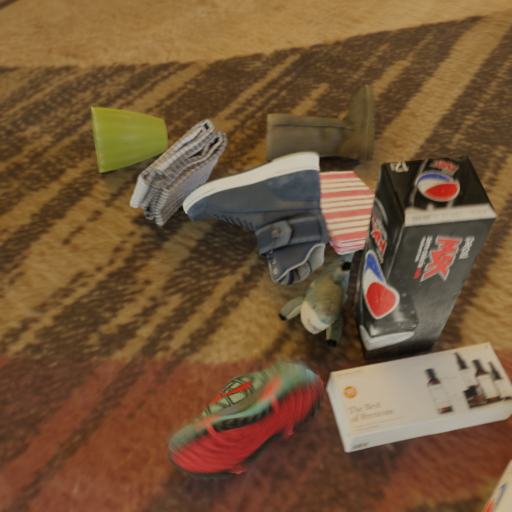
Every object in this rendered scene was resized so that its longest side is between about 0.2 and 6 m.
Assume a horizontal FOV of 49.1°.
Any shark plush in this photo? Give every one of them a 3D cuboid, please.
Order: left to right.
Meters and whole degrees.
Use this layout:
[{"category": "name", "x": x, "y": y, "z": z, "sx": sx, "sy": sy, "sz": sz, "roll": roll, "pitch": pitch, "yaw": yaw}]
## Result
[{"category": "shark plush", "x": 1.519, "y": 0.547, "z": 10.110, "sx": 1.154, "sy": 1.058, "sz": 2.539, "roll": 37, "pitch": 50, "yaw": 12}]

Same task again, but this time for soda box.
[{"category": "soda box", "x": 2.362, "y": 0.226, "z": 8.644, "sx": 1.303, "sy": 3.681, "sz": 1.166, "roll": -6, "pitch": 52, "yaw": -3}, {"category": "soda box", "x": 3.938, "y": 3.372, "z": 7.784, "sx": 0.973, "sy": 1.041, "sz": 3.058, "roll": 32, "pitch": 57, "yaw": 24}]

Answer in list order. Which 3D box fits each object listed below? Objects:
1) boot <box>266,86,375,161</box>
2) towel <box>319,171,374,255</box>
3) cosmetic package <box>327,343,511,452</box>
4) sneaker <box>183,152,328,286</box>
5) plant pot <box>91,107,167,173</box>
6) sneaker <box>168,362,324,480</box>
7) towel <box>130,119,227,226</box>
[{"category": "boot", "x": 1.509, "y": -3.113, "z": 13.157, "sx": 2.490, "sy": 0.904, "sz": 2.264, "roll": 2, "pitch": 58, "yaw": 12}, {"category": "towel", "x": 1.803, "y": -0.949, "z": 11.520, "sx": 1.794, "sy": 0.367, "sz": 2.451, "roll": -7, "pitch": 43, "yaw": -26}, {"category": "cosmetic package", "x": 2.620, "y": 2.226, "z": 8.965, "sx": 2.727, "sy": 0.691, "sz": 1.126, "roll": -9, "pitch": 50, "yaw": -8}, {"category": "sneaker", "x": -0.050, "y": -0.461, "z": 10.837, "sx": 3.161, "sy": 2.284, "sz": 1.202, "roll": -13, "pitch": -4, "yaw": 36}, {"category": "plant pot", "x": -2.837, "y": -2.674, "z": 12.658, "sx": 1.534, "sy": 1.435, "sz": 1.435, "roll": -9, "pitch": 51, "yaw": -17}, {"category": "sneaker", "x": -0.219, "y": 2.476, "z": 8.695, "sx": 2.520, "sy": 0.999, "sz": 1.204, "roll": -24, "pitch": 21, "yaw": -17}, {"category": "towel", "x": -1.560, "y": -1.650, "z": 11.471, "sx": 0.856, "sy": 1.657, "sz": 2.001, "roll": 43, "pitch": 64, "yaw": -3}]
